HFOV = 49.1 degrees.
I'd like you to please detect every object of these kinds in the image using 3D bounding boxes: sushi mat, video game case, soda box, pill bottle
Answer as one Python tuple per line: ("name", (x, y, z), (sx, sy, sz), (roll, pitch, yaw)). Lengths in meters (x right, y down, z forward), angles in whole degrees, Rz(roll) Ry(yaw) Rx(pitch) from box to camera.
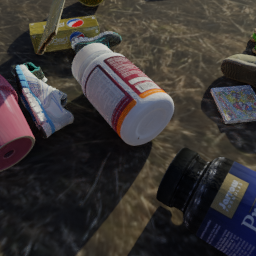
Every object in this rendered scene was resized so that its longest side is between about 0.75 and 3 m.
("sushi mat", (-1.750, -3.061, 6.969), (0.146, 1.153, 2.409), (20, 67, -29))
("video game case", (3.153, -0.706, 8.001), (1.216, 0.153, 1.336), (-6, 50, -4))
("soda box", (-2.182, -3.274, 9.766), (2.309, 0.739, 0.782), (-12, 50, -9))
("pill bottle", (2.051, 1.540, 5.183), (2.868, 1.604, 1.604), (27, 55, 21))
("pill bottle", (-0.247, -0.980, 7.314), (1.538, 1.538, 2.807), (-28, 56, -21))

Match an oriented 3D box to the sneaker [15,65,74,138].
("sneaker", (-2.312, -0.856, 7.743), (1.106, 0.957, 2.553), (-22, 62, -25))

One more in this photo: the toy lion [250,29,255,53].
("toy lion", (4.961, -3.013, 9.834), (1.156, 0.414, 1.206), (13, 51, 1))

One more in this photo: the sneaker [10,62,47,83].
("sneaker", (-3.094, -1.803, 8.622), (1.334, 0.609, 0.518), (21, 53, 17))

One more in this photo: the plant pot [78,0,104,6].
("plant pot", (-1.367, -6.089, 11.686), (1.710, 1.710, 1.214), (15, 35, 12))

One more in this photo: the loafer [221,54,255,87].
("loafer", (4.008, -1.670, 8.316), (2.396, 0.906, 0.818), (31, 63, 24))

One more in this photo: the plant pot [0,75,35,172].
("plant pot", (-3.171, -0.020, 6.431), (1.952, 1.952, 1.748), (-37, 75, -27))

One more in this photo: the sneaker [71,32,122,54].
("sneaker", (-1.009, -2.700, 9.458), (1.705, 0.661, 0.778), (-15, 63, -4))
